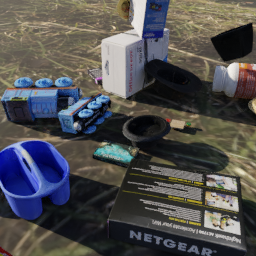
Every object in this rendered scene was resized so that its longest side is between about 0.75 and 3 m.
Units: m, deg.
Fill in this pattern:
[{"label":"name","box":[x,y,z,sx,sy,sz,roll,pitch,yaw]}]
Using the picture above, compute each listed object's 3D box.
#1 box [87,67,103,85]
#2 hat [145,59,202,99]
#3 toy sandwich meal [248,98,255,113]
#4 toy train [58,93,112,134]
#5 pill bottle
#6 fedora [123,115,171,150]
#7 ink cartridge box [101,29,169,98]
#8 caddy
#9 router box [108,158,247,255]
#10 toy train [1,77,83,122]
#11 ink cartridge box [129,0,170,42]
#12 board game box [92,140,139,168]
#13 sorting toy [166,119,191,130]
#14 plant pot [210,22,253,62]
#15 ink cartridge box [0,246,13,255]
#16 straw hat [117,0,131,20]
[{"label":"box","box":[-1.143,-2.359,12.455,0.985,0.249,1.378,-14,38,-21]},{"label":"hat","box":[1.639,-1.718,10.876,2.318,0.935,2.318,13,39,-11]},{"label":"toy sandwich meal","box":[4.958,-0.496,9.371,1.891,0.648,1.891,-2,29,1]},{"label":"toy train","box":[-1.330,-0.521,9.199,1.116,0.847,1.954,10,34,25]},{"label":"pill bottle","box":[4.467,-1.769,10.597,2.315,1.299,1.299,7,34,11]},{"label":"fedora","box":[0.547,0.188,8.249,1.440,0.658,1.440,0,34,0]},{"label":"ink cartridge box","box":[0.364,-2.753,11.349,1.221,2.096,2.898,24,41,32]},{"label":"caddy","box":[-2.240,1.053,6.555,1.489,1.105,2.106,-24,41,-30]},{"label":"router box","box":[1.066,1.666,6.015,2.593,0.662,1.934,9,35,13]},{"label":"toy train","box":[-2.922,-0.977,9.670,2.630,1.140,1.503,0,42,-2]},{"label":"ink cartridge box","box":[0.680,-4.094,9.479,0.877,2.298,1.568,-6,46,-16]},{"label":"board game box","box":[-0.334,0.717,7.908,1.130,0.159,0.764,13,36,18]},{"label":"sorting toy","box":[1.578,-0.078,9.108,0.888,0.150,0.428,11,35,15]},{"label":"plant pot","box":[3.479,-2.743,9.113,1.030,0.914,1.028,-6,21,48]},{"label":"ink cartridge box","box":[-1.673,3.062,3.690,2.203,0.924,1.934,19,39,25]},{"label":"straw hat","box":[-0.120,-4.452,10.197,0.907,0.907,0.384,-18,48,-25]}]
